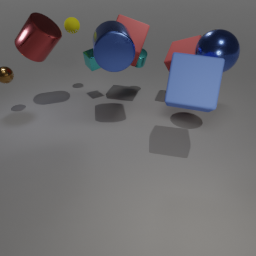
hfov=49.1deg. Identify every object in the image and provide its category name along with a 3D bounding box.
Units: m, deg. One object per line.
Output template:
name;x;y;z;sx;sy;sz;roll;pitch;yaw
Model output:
cylinder;-3.647;-3.666;11.399;1.400;1.400;1.400;33;34;-26
cylinder;0.549;-3.446;13.783;0.700;0.700;0.700;5;60;-8
ball;-5.100;-2.195;11.604;0.700;0.700;0.700;0;30;0
cylinder;-0.519;-2.873;9.809;1.400;1.400;1.400;-3;35;-6
cube;-0.025;-3.787;12.269;1.400;1.400;1.400;20;-13;-3
cube;1.900;-1.288;8.244;1.400;1.400;1.400;10;2;9
cube;2.654;-2.979;12.392;1.400;1.400;1.400;-2;51;38
cube;-1.554;-3.153;12.825;0.700;0.700;0.700;-27;51;-20
ball;-2.530;-4.637;12.658;0.700;0.700;0.700;0;30;0
ball;2.902;-2.483;9.132;1.400;1.400;1.400;0;30;0
